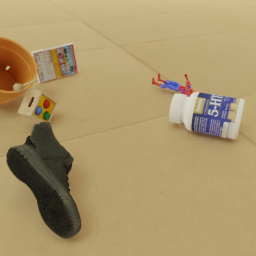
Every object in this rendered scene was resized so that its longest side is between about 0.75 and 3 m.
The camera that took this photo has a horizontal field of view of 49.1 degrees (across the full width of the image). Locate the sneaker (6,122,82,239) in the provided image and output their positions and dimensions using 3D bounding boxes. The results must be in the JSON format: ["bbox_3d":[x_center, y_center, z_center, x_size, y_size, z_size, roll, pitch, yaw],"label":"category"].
[{"bbox_3d":[-1.545,0.959,5.974,2.620,0.787,1.366,47,25,16],"label":"sneaker"}]

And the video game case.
[{"bbox_3d":[-2.947,-2.671,11.506,1.791,1.280,0.156,-24,35,-29],"label":"video game case"}]

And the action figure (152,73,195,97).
[{"bbox_3d":[1.811,-1.694,10.252,1.912,0.946,0.624,30,51,26],"label":"action figure"}]

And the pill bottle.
[{"bbox_3d":[2.278,-0.428,8.223,1.957,1.171,1.171,12,35,20],"label":"pill bottle"}]

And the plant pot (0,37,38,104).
[{"bbox_3d":[-4.303,-1.765,9.431,2.100,1.470,2.100,16,59,-28],"label":"plant pot"}]

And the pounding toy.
[{"bbox_3d":[-2.717,-0.872,8.299,0.624,1.365,1.199,13,76,26],"label":"pounding toy"}]
